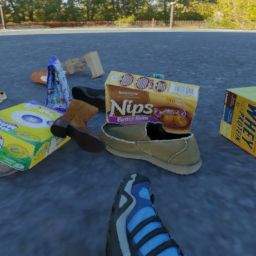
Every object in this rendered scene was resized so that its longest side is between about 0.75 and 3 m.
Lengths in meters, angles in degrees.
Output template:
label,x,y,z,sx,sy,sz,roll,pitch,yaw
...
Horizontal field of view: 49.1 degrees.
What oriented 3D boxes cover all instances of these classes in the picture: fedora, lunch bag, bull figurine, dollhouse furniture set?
label,x,y,z,sx,sy,sz,roll,pitch,yaw
fedora,-2.687,0.668,5.891,0.920,0.416,0.814,1,23,2
lunch bag,-2.388,-1.563,9.404,0.799,1.699,1.279,-2,24,-5
bull figurine,-3.451,-2.224,12.312,1.910,0.622,1.160,20,29,36
dollhouse furniture set,-2.241,-2.941,13.885,1.801,1.172,1.654,-12,15,30

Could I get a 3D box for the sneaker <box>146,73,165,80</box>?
label,x,y,z,sx,sy,sz,roll,pitch,yaw
sneaker,0.795,-1.316,9.458,1.082,1.203,2.788,-18,29,-35

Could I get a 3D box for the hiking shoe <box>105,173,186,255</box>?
label,x,y,z,sx,sy,sz,roll,pitch,yaw
hiking shoe,0.229,1.545,3.516,1.044,0.895,2.407,9,34,2

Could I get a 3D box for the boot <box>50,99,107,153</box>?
label,x,y,z,sx,sy,sz,roll,pitch,yaw
boot,-0.958,-0.076,6.486,1.296,0.471,1.377,17,31,3

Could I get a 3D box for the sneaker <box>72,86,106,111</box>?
label,x,y,z,sx,sy,sz,roll,pitch,yaw
sneaker,-0.868,-1.045,9.632,2.134,0.641,1.113,24,33,34

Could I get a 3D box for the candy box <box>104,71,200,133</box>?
label,x,y,z,sx,sy,sz,roll,pitch,yaw
candy box,0.563,-0.600,7.210,2.266,1.322,0.640,11,46,8

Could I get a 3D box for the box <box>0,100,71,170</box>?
label,x,y,z,sx,sy,sz,roll,pitch,yaw
box,-2.270,0.068,6.300,1.438,0.593,2.451,22,22,6

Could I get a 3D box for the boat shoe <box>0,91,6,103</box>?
label,x,y,z,sx,sy,sz,roll,pitch,yaw
boat shoe,-4.697,-1.115,10.141,0.318,0.298,0.862,0,23,-1

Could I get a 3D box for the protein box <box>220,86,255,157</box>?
label,x,y,z,sx,sy,sz,roll,pitch,yaw
protein box,3.598,-0.179,6.771,1.839,1.250,1.852,-7,24,-16

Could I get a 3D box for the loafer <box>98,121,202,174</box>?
label,x,y,z,sx,sy,sz,roll,pitch,yaw
loafer,0.434,0.201,6.340,2.602,0.906,0.978,14,27,29
